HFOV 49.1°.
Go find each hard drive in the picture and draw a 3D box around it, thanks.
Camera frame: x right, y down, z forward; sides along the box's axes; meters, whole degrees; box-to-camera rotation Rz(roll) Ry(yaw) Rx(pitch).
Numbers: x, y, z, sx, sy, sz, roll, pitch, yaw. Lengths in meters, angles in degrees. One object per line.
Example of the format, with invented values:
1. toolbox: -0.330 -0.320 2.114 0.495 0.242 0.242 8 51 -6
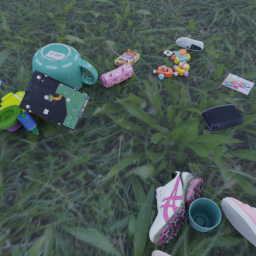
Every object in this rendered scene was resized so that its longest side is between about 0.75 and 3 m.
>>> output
1. hard drive: -2.722 -1.011 10.506 2.195 0.415 1.533 24 93 -13
2. hard drive: 3.850 -0.478 11.441 1.499 0.317 1.011 -13 53 -10

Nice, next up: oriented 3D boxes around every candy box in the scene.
1. candy box: -0.036 -3.331 13.654 0.668 0.323 1.145 32 60 21

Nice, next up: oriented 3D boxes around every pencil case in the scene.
1. pencil case: -0.502 -2.391 12.738 1.519 0.629 0.657 -30 29 -20

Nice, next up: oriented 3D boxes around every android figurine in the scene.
1. android figurine: -4.670 -1.017 11.869 1.448 0.327 1.591 34 61 24

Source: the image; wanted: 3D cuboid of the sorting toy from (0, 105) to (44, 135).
1. sorting toy: -3.968 -0.399 11.113 2.523 1.036 1.516 -29 42 -7

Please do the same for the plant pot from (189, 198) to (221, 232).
1. plant pot: 2.302 2.760 8.662 0.940 0.755 0.940 0 52 0

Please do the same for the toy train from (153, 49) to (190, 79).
1. toy train: 2.165 -3.160 13.346 1.613 0.597 2.147 13 54 9

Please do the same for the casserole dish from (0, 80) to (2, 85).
1. casserole dish: -6.748 -2.093 12.675 1.898 0.368 1.150 -1 52 -2

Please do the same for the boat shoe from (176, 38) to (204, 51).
1. boat shoe: 3.135 -4.212 14.223 1.413 0.493 0.503 12 49 5

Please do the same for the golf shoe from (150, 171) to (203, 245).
1. golf shoe: 1.324 2.463 8.866 1.220 0.962 2.650 19 47 31

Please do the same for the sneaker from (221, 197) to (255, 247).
1. sneaker: 4.072 2.831 8.505 1.264 0.910 2.417 -36 67 -20

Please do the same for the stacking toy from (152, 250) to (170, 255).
1. stacking toy: 0.662 4.459 7.390 0.924 0.924 2.165 22 62 16

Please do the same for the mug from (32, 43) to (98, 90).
1. mug: -2.843 -2.729 12.290 2.586 1.599 2.124 -19 53 -19

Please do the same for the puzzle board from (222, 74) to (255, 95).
1. puzzle board: 5.040 -2.030 12.785 1.207 0.105 0.910 29 58 20
